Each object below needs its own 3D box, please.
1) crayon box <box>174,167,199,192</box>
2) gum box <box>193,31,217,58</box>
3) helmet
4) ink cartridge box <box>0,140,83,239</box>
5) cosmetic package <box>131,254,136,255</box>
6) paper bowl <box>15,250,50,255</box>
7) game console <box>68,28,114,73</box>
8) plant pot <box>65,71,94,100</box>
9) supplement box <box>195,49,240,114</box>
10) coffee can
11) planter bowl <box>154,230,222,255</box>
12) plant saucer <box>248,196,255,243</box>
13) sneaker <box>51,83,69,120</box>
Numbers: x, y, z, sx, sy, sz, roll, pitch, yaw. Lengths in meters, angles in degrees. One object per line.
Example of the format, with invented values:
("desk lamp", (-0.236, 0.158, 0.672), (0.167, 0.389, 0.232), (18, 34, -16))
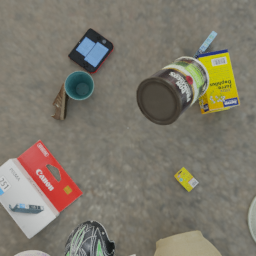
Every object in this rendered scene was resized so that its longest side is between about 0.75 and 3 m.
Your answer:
("crayon box", (2.302, 2.031, 11.136), (0.551, 0.220, 0.868), (-42, 88, -3))
("gum box", (3.050, -3.250, 11.194), (0.232, 0.886, 1.043), (37, 87, 3))
("helmet", (-1.067, 3.250, 7.558), (1.342, 1.279, 1.342), (-15, 44, 14))
("ink cartridge box", (-3.644, 2.315, 10.913), (2.527, 0.641, 2.868), (-40, 87, -2))
("cosmetic package", (-0.310, 5.425, 10.815), (1.437, 0.364, 0.593), (-17, 85, -1))
("paper bowl", (-3.586, 5.776, 10.334), (2.414, 1.256, 2.414), (0, 86, -1))
("game console", (-1.499, -3.156, 11.516), (1.373, 0.241, 1.552), (37, 86, 2))
("plant pot", (-1.873, -1.610, 11.135), (1.128, 0.760, 1.128), (0, 86, 0))
("supplement box", (3.360, -1.761, 10.930), (1.194, 1.187, 2.181), (-11, 86, -1))
("coffee can", (1.455, -1.231, 8.921), (1.533, 1.533, 2.095), (48, 47, 3))
("planter bowl", (2.048, 4.782, 9.858), (2.854, 2.854, 1.921), (-12, 62, -1))
("plant saucer", (6.186, 3.630, 10.768), (2.932, 0.736, 2.932), (0, 86, 0))
("sneaker", (-2.738, -1.097, 11.213), (0.582, 0.543, 1.541), (5, 85, 4))
